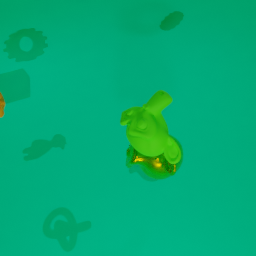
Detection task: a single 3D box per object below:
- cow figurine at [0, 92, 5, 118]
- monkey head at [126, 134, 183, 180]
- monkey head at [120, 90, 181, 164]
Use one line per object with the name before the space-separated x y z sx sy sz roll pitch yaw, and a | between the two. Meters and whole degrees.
cow figurine | -2.373 -0.252 4.099 1.023 0.571 1.040 -17 10 34
monkey head | 0.519 0.291 5.134 1.034 1.234 1.716 7 10 6
monkey head | 0.353 -0.054 3.954 0.854 0.716 1.188 -45 43 2
